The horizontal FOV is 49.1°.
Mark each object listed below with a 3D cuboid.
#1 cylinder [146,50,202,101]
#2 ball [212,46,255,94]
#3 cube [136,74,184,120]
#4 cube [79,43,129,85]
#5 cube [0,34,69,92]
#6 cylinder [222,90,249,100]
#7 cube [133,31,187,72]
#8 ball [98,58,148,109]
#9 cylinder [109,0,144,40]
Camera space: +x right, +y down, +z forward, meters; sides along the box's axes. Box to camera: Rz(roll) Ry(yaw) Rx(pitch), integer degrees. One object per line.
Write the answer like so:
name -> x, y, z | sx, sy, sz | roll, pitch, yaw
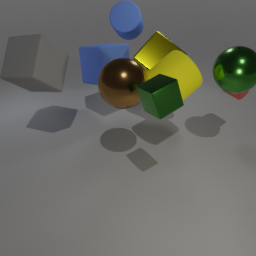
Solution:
cylinder -> 1.309, -1.421, 8.667 | 1.400, 1.400, 1.400 | -41, 44, -6
ball -> 3.268, -1.740, 8.414 | 1.400, 1.400, 1.400 | 0, 34, 0
cube -> 0.736, -0.736, 6.428 | 0.700, 0.700, 0.700 | -31, 32, -16
cube -> -0.890, -2.497, 10.883 | 1.400, 1.400, 1.400 | -20, 25, -38
cube -> -2.969, -2.032, 9.048 | 1.400, 1.400, 1.400 | 4, -9, 25
cylinder -> 3.797, -1.459, 9.854 | 0.700, 0.700, 0.700 | -20, 43, -27
cube -> 1.053, -2.335, 10.272 | 1.400, 1.400, 1.400 | 39, 77, 3
ball -> -0.135, -1.219, 7.713 | 1.400, 1.400, 1.400 | 0, 34, 0
cylinder -> -0.035, -4.911, 12.876 | 1.400, 1.400, 1.400 | 5, 5, 8
